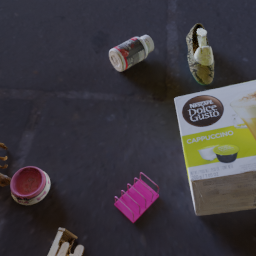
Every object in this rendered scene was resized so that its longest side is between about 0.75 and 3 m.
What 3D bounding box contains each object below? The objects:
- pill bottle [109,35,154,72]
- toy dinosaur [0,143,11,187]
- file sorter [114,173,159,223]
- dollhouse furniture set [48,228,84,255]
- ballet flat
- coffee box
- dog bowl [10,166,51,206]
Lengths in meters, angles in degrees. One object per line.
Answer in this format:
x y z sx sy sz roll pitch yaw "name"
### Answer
0.174 -2.970 10.925 1.682 0.931 0.931 -34 61 -21 "pill bottle"
-4.466 0.816 8.348 2.596 0.784 1.379 23 59 16 "toy dinosaur"
0.248 1.862 7.661 0.744 0.671 1.070 38 63 24 "file sorter"
-1.183 2.957 6.633 1.292 1.187 0.841 -4 49 32 "dollhouse furniture set"
2.811 -3.033 10.856 0.981 1.089 2.891 3 55 -5 "ballet flat"
2.661 0.566 7.170 2.429 2.433 2.406 -11 54 11 "coffee box"
-2.821 1.603 8.002 1.133 0.418 1.133 0 55 -1 "dog bowl"
